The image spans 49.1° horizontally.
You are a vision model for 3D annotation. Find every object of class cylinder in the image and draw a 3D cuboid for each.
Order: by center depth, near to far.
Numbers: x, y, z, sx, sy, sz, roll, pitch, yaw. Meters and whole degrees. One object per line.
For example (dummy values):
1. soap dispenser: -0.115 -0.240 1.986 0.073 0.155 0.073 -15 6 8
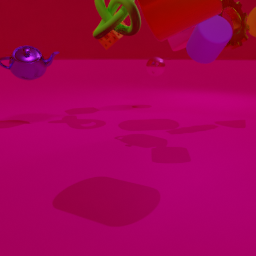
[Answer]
1. cylinder: 0.804 -2.168 4.570 1.120 1.120 1.120 -21 8 20
2. cylinder: 1.814 -1.993 6.334 0.782 0.782 0.782 -3 -21 -10
3. cylinder: 1.770 -3.352 8.954 1.312 1.312 1.312 -25 3 1

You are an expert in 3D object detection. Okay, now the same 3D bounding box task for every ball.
1. ball: 1.157 -2.566 11.713 0.800 0.800 0.800 0 15 0

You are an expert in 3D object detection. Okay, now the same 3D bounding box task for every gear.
1. gear: 3.010 -3.174 8.414 1.586 1.586 0.293 -9 -1 -31

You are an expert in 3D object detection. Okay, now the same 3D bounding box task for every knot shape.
1. knot shape: -0.522 -3.746 9.393 1.900 2.030 0.938 -41 -25 31

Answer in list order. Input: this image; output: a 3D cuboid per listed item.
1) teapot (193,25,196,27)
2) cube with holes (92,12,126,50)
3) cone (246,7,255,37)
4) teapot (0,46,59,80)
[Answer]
1. teapot: 1.610 -3.267 7.307 0.955 1.213 1.950 13 40 -51
2. cube with holes: -0.672 -3.795 10.984 0.859 0.859 0.859 -24 23 48
3. cone: 4.644 -3.489 9.237 1.024 1.020 1.020 -12 19 -40
4. teapot: -3.094 -2.117 8.830 1.849 0.905 1.150 -10 57 -22
